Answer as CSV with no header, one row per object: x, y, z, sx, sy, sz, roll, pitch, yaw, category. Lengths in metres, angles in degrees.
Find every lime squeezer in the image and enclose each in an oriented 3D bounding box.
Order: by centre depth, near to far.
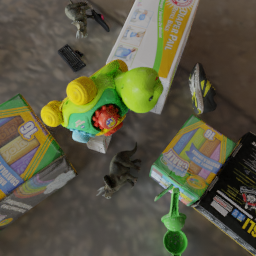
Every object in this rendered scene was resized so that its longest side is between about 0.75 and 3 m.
0.938,2.238,5.763,0.541,1.014,2.870,1,111,18,lime squeezer

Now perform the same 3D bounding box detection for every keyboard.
-1.580,-2.066,8.113,0.557,0.119,0.928,-37,74,-13,keyboard

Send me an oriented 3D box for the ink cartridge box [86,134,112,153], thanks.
-0.625,-0.084,6.924,0.501,0.870,1.191,16,69,6,ink cartridge box

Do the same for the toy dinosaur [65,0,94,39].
-1.542,-3.493,8.420,0.801,0.603,1.566,-29,74,-18,toy dinosaur

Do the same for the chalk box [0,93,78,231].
-2.843,1.002,6.006,2.866,1.783,1.774,-35,72,-14,chalk box

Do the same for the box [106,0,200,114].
0.690,-2.165,7.316,1.498,1.662,2.955,19,69,7,box

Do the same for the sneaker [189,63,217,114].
2.029,-1.058,7.549,0.613,0.540,1.449,0,77,-6,sneaker

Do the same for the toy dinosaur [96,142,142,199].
-0.127,0.952,6.667,0.808,0.608,1.580,19,72,0,toy dinosaur

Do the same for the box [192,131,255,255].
3.250,1.763,6.304,2.811,0.694,2.244,37,75,13,box

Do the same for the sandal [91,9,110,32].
-0.803,-3.275,8.486,0.201,0.335,0.892,-39,81,-11,sandal

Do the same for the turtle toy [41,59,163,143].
-0.269,-0.344,3.539,0.784,1.550,1.130,55,38,-7,turtle toy

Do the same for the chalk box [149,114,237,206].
1.297,0.923,6.349,1.209,1.215,1.954,36,74,13,chalk box
